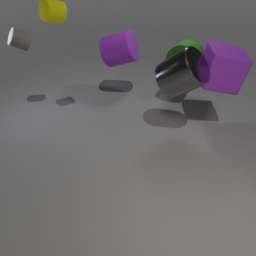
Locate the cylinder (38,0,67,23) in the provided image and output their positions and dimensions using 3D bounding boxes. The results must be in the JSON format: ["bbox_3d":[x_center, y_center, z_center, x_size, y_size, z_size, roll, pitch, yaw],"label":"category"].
[{"bbox_3d":[-2.510,-3.905,9.354,0.700,0.700,0.700,-12,32,-43],"label":"cylinder"}]

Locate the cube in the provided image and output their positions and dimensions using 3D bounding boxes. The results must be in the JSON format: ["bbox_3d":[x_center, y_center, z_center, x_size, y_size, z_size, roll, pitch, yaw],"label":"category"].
[{"bbox_3d":[3.575,-2.276,10.581,1.400,1.400,1.400,9,37,-5],"label":"cube"}]

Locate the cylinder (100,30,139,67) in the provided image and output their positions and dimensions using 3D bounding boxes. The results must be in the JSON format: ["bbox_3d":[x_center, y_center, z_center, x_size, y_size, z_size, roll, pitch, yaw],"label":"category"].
[{"bbox_3d":[-0.380,-3.645,12.919,1.400,1.400,1.400,-8,29,23],"label":"cylinder"}]

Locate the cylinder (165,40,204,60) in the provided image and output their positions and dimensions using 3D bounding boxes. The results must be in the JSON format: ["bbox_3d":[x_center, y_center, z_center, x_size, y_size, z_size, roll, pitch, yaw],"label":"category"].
[{"bbox_3d":[2.507,-3.056,12.273,1.400,1.400,1.400,14,30,21],"label":"cylinder"}]

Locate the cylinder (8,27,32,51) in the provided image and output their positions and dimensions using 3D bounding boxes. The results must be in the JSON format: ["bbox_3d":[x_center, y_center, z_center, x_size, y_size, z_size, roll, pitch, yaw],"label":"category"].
[{"bbox_3d":[-4.155,-3.410,10.753,0.700,0.700,0.700,12,22,-36],"label":"cylinder"}]

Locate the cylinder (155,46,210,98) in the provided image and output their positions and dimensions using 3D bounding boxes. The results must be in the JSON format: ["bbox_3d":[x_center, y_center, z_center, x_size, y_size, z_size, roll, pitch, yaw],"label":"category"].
[{"bbox_3d":[1.908,-1.931,9.858,1.400,1.400,1.400,-23,12,43],"label":"cylinder"}]
